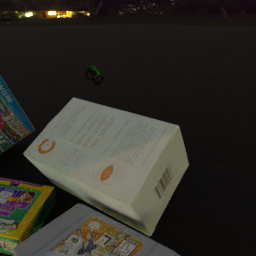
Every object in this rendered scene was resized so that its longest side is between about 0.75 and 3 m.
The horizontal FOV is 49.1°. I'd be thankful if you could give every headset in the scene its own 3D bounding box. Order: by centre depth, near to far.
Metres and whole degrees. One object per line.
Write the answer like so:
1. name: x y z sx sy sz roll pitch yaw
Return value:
1. headset: -0.943 -1.543 8.425 0.484 0.636 1.030 -32 51 24

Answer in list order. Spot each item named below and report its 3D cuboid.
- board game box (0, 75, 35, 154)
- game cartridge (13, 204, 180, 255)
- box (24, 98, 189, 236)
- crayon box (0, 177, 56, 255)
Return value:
1. board game box: -3.151 -0.131 4.792 0.860 1.974 2.675 -23 15 25
2. game cartridge: -0.394 1.429 2.920 1.696 0.352 1.129 12 24 38
3. box: -0.313 0.466 4.201 2.011 0.980 1.251 17 59 34
4. crayon box: -1.766 1.158 3.896 1.179 0.344 1.017 8 28 9
